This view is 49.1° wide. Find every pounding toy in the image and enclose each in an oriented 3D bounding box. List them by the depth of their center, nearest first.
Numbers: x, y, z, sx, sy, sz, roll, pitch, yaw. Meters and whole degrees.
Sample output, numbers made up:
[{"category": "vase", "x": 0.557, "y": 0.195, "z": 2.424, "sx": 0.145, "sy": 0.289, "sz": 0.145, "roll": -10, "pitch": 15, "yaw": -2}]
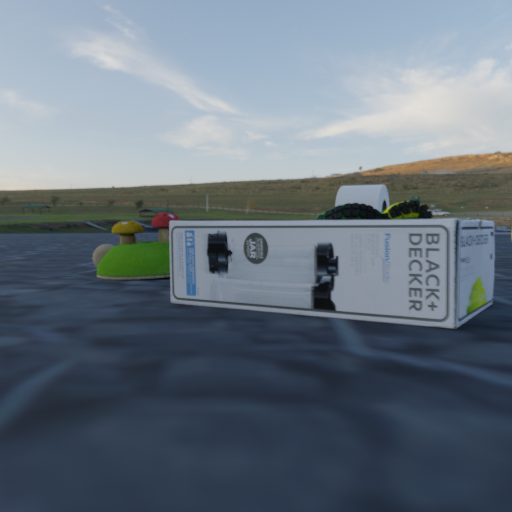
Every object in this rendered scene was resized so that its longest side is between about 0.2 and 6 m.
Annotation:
[{"category": "pounding toy", "x": -1.192, "y": -0.133, "z": 5.975, "sx": 1.055, "sy": 0.634, "sz": 1.367, "roll": -4, "pitch": 5, "yaw": -23}]

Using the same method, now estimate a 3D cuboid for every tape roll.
[{"category": "tape roll", "x": 2.779, "y": -1.030, "z": 14.531, "sx": 1.112, "sy": 1.619, "sz": 1.619, "roll": 2, "pitch": 3, "yaw": 24}]

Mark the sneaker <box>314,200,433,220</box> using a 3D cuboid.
[{"category": "sneaker", "x": 1.854, "y": -0.340, "z": 9.548, "sx": 2.371, "sy": 0.925, "sz": 1.010, "roll": -5, "pitch": -13, "yaw": -26}]

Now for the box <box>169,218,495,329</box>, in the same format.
[{"category": "box", "x": 0.481, "y": 0.044, "z": 3.675, "sx": 1.880, "sy": 0.565, "sz": 1.096, "roll": 1, "pitch": 3, "yaw": 31}]
